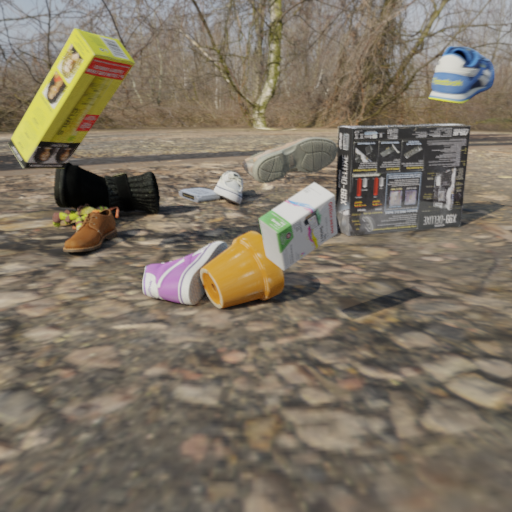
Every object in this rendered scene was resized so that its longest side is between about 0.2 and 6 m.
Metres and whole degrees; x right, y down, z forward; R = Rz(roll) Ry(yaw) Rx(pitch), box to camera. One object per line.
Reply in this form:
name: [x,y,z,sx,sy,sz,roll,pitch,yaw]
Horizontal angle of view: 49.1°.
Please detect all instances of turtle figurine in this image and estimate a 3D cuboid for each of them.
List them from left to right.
turtle figurine: [-4.117,-0.919,13.200,1.324,0.529,1.641,-2,26,21]

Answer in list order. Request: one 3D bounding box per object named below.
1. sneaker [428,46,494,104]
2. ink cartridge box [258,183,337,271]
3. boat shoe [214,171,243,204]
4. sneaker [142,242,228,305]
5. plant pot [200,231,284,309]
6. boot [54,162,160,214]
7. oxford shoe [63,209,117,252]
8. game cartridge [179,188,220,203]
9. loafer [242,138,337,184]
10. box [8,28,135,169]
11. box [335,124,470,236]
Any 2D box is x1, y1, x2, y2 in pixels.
sneaker: [2.658,-2.365,7.066,0.541,0.601,1.462,15,35,32]
ink cartridge box: [0.509,-0.347,6.539,0.876,0.635,0.368,-34,48,-21]
boat shoe: [-0.723,-2.087,16.512,0.829,0.757,2.303,24,11,-8]
sneaker: [-1.192,0.192,9.290,1.108,0.704,1.944,3,16,20]
plant pot: [-0.272,0.298,8.523,0.979,1.069,1.069,-26,26,-23]
boot: [-3.585,-1.654,13.855,2.135,1.074,2.855,0,-1,2]
oxford shoe: [-3.513,-0.536,11.735,0.685,0.684,1.920,1,19,7]
game cartridge: [-1.676,-1.841,16.935,0.870,0.264,1.305,-14,21,-30]
loafer: [0.707,-2.086,11.697,2.153,0.774,0.677,-20,35,-29]
box: [-3.025,-2.450,9.077,0.613,2.445,0.920,54,29,14]
box: [3.375,-1.796,12.947,3.060,2.413,0.761,-6,17,-17]
